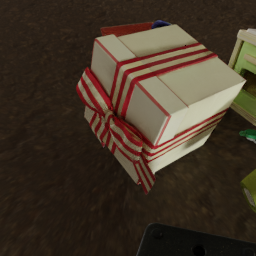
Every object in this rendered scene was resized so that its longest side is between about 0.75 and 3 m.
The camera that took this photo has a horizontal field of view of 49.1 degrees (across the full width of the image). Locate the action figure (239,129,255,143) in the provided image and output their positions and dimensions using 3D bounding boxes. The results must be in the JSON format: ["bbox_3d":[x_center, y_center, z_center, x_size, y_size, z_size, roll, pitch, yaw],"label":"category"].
[{"bbox_3d":[3.475,0.267,7.362,1.058,0.289,0.625,19,43,14],"label":"action figure"}]

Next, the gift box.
[{"bbox_3d":[0.549,-0.374,6.454,2.699,2.890,2.667,-22,54,-32],"label":"gift box"}]

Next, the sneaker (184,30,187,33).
[{"bbox_3d":[1.957,-2.180,8.891,1.121,0.871,2.492,-35,57,13],"label":"sneaker"}]

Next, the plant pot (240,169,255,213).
[{"bbox_3d":[2.965,1.091,5.410,1.360,1.273,1.273,-21,47,4],"label":"plant pot"}]

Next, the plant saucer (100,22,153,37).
[{"bbox_3d":[-0.009,-3.224,10.023,1.771,1.767,0.325,-7,90,1],"label":"plant saucer"}]

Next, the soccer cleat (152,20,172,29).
[{"bbox_3d":[1.414,-1.920,7.767,0.955,1.235,2.954,-37,52,17],"label":"soccer cleat"}]

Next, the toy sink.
[{"bbox_3d":[3.714,-1.618,7.150,1.527,2.726,1.777,-3,35,-23],"label":"toy sink"}]

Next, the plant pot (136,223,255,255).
[{"bbox_3d":[0.850,2.532,3.601,2.186,1.943,2.191,5,39,22],"label":"plant pot"}]
